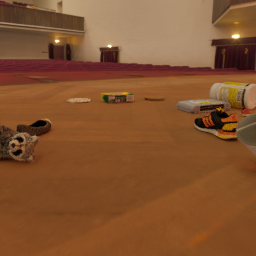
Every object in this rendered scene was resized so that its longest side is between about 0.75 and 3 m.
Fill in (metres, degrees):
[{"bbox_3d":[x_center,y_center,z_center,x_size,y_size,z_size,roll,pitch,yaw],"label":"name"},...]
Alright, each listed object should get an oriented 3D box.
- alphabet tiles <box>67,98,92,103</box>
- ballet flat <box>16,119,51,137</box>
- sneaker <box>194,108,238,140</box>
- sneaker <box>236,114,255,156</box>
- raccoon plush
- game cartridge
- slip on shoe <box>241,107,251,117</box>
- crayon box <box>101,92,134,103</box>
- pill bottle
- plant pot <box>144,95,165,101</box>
[{"bbox_3d":[-2.716,-1.534,15.644,1.290,0.094,1.262,-13,20,-41],"label":"alphabet tiles"},{"bbox_3d":[-2.947,-0.059,8.997,0.607,0.519,1.827,2,14,8],"label":"ballet flat"},{"bbox_3d":[2.851,-0.260,9.043,0.686,0.883,1.962,-5,15,-19],"label":"sneaker"},{"bbox_3d":[3.220,0.638,5.412,1.045,0.918,2.609,40,13,-30],"label":"sneaker"},{"bbox_3d":[-2.684,0.319,7.110,1.177,0.850,1.756,8,14,0],"label":"raccoon plush"},{"bbox_3d":[3.501,-1.060,13.221,2.187,0.443,1.458,-6,12,-24],"label":"game cartridge"},{"bbox_3d":[4.989,-0.666,11.853,0.353,0.292,0.954,4,16,9],"label":"slip on shoe"},{"bbox_3d":[-0.597,-1.714,15.613,1.534,0.447,1.323,-6,15,-21],"label":"crayon box"},{"bbox_3d":[5.222,-1.651,13.860,1.210,1.210,2.118,-11,18,-36],"label":"pill bottle"},{"bbox_3d":[1.541,-1.740,16.302,1.277,0.176,1.277,0,15,0],"label":"plant pot"}]
